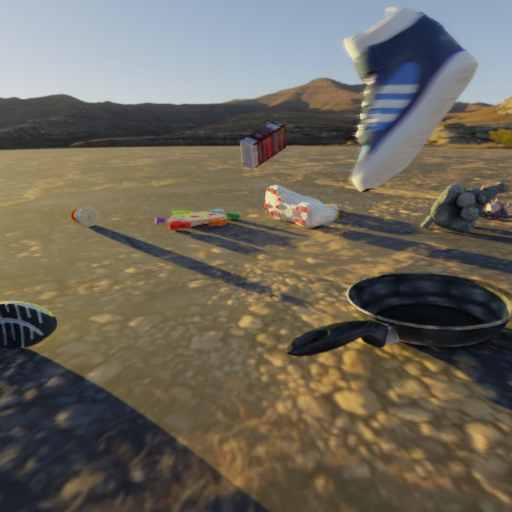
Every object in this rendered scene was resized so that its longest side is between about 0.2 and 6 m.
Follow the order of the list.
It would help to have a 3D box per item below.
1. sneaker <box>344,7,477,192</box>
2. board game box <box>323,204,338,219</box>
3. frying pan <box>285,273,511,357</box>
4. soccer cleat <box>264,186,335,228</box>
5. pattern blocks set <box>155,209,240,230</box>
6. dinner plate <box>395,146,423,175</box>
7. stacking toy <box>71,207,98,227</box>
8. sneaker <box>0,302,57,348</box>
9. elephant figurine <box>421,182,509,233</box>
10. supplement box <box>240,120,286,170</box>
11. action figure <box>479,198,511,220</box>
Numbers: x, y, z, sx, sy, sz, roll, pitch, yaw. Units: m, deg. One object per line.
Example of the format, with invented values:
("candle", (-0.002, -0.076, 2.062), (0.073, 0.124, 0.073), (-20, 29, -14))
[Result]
("sneaker", (1.654, -2.181, 7.569), (1.636, 2.234, 0.900), (48, 30, 20))
("board game box", (2.029, -1.334, 16.593), (0.772, 0.242, 1.616), (2, 12, 6))
("frying pan", (2.095, 0.880, 7.167), (2.271, 0.611, 3.754), (6, 17, 25))
("soccer cleat", (1.118, -1.309, 15.345), (0.997, 0.891, 2.570), (-3, 21, -30))
("pattern blocks set", (-1.610, -1.006, 15.300), (2.333, 0.189, 2.051), (-9, 17, -31))
("dinner plate", (3.007, -2.722, 11.665), (0.264, 2.174, 2.174), (19, 9, -18))
("stacking toy", (-4.699, -1.056, 15.089), (0.523, 0.523, 1.224), (-10, 10, -34))
("sneaker", (-3.339, 0.821, 7.394), (1.541, 0.602, 0.696), (1, 12, 5))
("elephant figurine", (5.453, -1.322, 14.573), (1.447, 1.320, 1.865), (26, 32, 29))
("supplement box", (0.158, -2.223, 11.173), (0.317, 0.567, 1.042), (30, 52, 32))
("action figure", (6.708, -1.366, 15.971), (1.170, 0.612, 1.132), (6, 7, 25))
